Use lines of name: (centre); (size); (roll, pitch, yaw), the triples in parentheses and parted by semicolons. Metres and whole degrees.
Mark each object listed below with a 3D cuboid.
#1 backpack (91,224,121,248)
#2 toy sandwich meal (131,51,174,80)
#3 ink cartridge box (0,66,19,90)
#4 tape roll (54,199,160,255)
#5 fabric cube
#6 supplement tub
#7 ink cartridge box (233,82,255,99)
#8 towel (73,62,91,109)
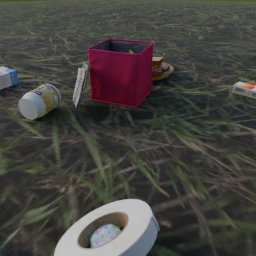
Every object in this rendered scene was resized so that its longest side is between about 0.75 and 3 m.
backpack: (-0.180, 1.793, 4.016); (0.679, 0.515, 0.813); (-22, 32, -28)
toy sandwich meal: (0.737, -2.670, 11.586); (2.533, 0.867, 2.533); (0, 29, 0)
ink cartridge box: (-5.003, -1.748, 10.287); (0.920, 0.542, 1.598); (19, 34, 30)
tape roll: (-0.305, 1.555, 4.005); (1.516, 0.277, 1.516); (-23, 11, 5)
fabric cube: (-0.180, -1.897, 9.356); (1.691, 1.718, 1.723); (10, 31, 18)
supplement tub: (-2.608, -0.778, 8.298); (0.789, 0.789, 1.093); (12, 33, 20)
ink cartridge box: (4.534, -1.440, 9.964); (1.106, 0.342, 1.364); (23, 39, 34)
towel: (-1.434, -1.310, 8.410); (0.230, 1.331, 1.281); (14, 11, -17)
